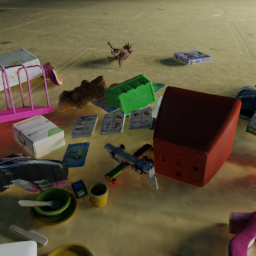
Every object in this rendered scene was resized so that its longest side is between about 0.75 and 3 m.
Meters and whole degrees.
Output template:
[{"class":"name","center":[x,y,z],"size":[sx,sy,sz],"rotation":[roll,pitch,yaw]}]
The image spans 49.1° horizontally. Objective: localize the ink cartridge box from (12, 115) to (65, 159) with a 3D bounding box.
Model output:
[{"class":"ink cartridge box","center":[-2.411,0.194,7.541],"size":[0.885,0.511,1.216],"rotation":[-26,40,-36]}]

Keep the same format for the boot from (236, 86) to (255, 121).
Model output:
[{"class":"boot","center":[4.501,-0.509,8.561],"size":[2.510,0.913,1.134],"rotation":[15,48,29]}]

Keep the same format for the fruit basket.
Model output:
[{"class":"fruit basket","center":[-0.113,-1.056,9.261],"size":[2.074,1.050,2.239],"rotation":[-26,18,-18]}]

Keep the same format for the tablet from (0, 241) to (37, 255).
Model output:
[{"class":"tablet","center":[-1.761,2.289,3.753],"size":[1.005,0.105,1.544],"rotation":[-2,40,-15]}]

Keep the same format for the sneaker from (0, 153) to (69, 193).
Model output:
[{"class":"sneaker","center":[-2.306,0.865,6.191],"size":[1.976,0.794,0.853],"rotation":[-1,30,-2]}]

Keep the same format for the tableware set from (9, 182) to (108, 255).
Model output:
[{"class":"tableware set","center":[-1.319,1.898,4.800],"size":[1.968,0.448,2.921],"rotation":[15,34,23]}]

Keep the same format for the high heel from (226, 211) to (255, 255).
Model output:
[{"class":"high heel","center":[2.064,2.021,4.394],"size":[0.961,0.675,2.003],"rotation":[1,16,22]}]

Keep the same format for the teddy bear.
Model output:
[{"class":"teddy bear","center":[-1.507,-1.071,9.281],"size":[1.862,0.622,1.350],"rotation":[-30,34,-5]}]

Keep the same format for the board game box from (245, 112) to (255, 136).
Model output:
[{"class":"board game box","center":[4.485,-0.038,7.498],"size":[2.123,0.309,1.428],"rotation":[26,60,26]}]

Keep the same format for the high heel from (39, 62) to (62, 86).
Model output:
[{"class":"high heel","center":[-3.294,-2.030,11.428],"size":[0.891,0.625,1.854],"rotation":[-36,42,-2]}]

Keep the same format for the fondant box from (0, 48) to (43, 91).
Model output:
[{"class":"fondant box","center":[-4.948,-2.234,11.028],"size":[2.575,0.750,1.858],"rotation":[-29,40,-24]}]

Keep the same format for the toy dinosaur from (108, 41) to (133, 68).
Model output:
[{"class":"toy dinosaur","center":[-0.268,-3.604,13.602],"size":[1.333,0.844,1.966],"rotation":[-1,36,-15]}]

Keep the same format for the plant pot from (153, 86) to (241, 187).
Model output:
[{"class":"plant pot","center":[1.422,0.298,6.418],"size":[1.732,1.730,1.526],"rotation":[15,47,23]}]

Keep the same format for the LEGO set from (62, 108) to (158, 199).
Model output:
[{"class":"LEGO set","center":[-0.426,0.588,6.884],"size":[2.195,0.721,2.938],"rotation":[-7,33,8]}]

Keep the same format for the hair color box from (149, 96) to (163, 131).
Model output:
[{"class":"hair color box","center":[1.185,-0.447,8.635],"size":[0.779,0.471,1.558],"rotation":[9,32,13]}]

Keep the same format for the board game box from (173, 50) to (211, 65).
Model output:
[{"class":"board game box","center":[3.169,-3.523,13.921],"size":[1.326,0.273,1.323],"rotation":[-14,34,-22]}]

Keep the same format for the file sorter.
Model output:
[{"class":"file sorter","center":[-3.621,-0.970,7.819],"size":[1.617,1.460,2.327],"rotation":[4,16,41]}]
